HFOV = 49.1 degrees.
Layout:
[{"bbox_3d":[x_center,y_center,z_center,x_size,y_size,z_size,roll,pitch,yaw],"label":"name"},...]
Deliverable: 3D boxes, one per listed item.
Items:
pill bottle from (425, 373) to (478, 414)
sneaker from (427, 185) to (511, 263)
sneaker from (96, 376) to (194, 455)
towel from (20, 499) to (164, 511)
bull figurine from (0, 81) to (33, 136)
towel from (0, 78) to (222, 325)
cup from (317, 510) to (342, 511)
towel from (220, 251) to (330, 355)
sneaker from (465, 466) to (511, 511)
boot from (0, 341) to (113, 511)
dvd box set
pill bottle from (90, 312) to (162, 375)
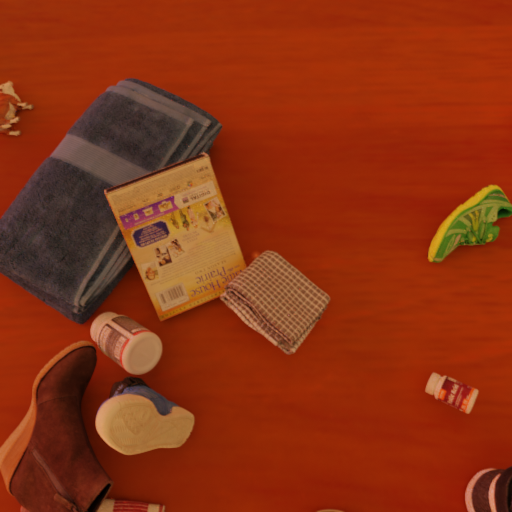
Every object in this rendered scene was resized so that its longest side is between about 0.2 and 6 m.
[{"bbox_3d":[3.008,2.100,8.640,0.698,0.399,0.399,22,70,27],"label":"pill bottle"},{"bbox_3d":[3.746,-0.494,9.690,1.906,0.706,0.796,-38,70,-14],"label":"sneaker"},{"bbox_3d":[-1.824,2.187,7.907,1.144,2.056,0.789,19,83,28],"label":"sneaker"},{"bbox_3d":[-2.468,4.322,8.114,2.105,0.239,1.516,5,67,0],"label":"towel"},{"bbox_3d":[-4.746,-2.812,10.757,0.688,0.369,1.134,11,69,4],"label":"bull figurine"},{"bbox_3d":[-2.678,-1.170,9.763,2.413,1.049,4.322,28,72,11],"label":"towel"},{"bbox_3d":[1.082,4.114,7.951,0.819,0.819,0.586,-4,101,-1],"label":"cup"},{"bbox_3d":[0.342,0.697,8.882,1.457,0.623,1.206,40,47,9],"label":"towel"},{"bbox_3d":[4.508,4.155,7.253,3.434,1.921,1.254,35,73,12],"label":"sneaker"},{"bbox_3d":[-2.617,2.658,8.141,1.977,0.860,2.377,29,84,33],"label":"boot"},{"bbox_3d":[-1.192,-0.277,9.016,1.691,0.340,2.311,-23,113,-9],"label":"dvd box set"},{"bbox_3d":[-2.063,1.328,8.776,1.181,0.684,0.684,21,66,44],"label":"pill bottle"}]
